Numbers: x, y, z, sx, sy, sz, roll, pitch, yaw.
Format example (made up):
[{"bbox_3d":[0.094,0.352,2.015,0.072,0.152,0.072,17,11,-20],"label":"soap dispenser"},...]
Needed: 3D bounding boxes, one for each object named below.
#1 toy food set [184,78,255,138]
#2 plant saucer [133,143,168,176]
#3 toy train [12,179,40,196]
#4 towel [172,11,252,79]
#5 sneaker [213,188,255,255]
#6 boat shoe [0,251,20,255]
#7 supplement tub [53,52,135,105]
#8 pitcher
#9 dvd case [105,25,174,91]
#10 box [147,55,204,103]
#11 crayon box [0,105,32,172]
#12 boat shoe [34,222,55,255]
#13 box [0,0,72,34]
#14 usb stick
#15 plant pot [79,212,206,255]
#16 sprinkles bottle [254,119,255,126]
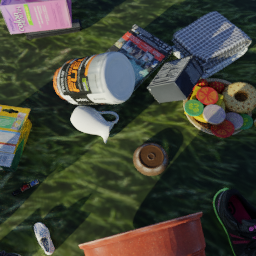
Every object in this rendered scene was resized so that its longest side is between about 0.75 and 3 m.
[{"bbox_3d":[3.169,-0.784,9.764,2.462,0.599,2.437,22,64,11],"label":"toy food set"},{"bbox_3d":[0.744,0.960,9.065,1.155,0.211,1.155,0,61,0],"label":"plant saucer"},{"bbox_3d":[-3.143,1.825,8.601,0.893,0.204,0.152,-28,66,-14],"label":"toy train"},{"bbox_3d":[3.161,-3.297,10.840,2.493,1.067,2.064,-31,66,-15],"label":"towel"},{"bbox_3d":[3.249,2.874,7.502,1.055,1.151,2.748,-25,65,-13],"label":"sneaker"},{"bbox_3d":[-3.426,3.569,7.588,1.170,0.364,0.437,10,61,4],"label":"boat shoe"},{"bbox_3d":[-1.134,-1.477,8.757,2.464,1.510,1.510,2,55,41],"label":"supplement tub"},{"bbox_3d":[-1.096,-0.293,9.443,1.390,0.843,1.193,28,53,2],"label":"pitcher"},{"bbox_3d":[0.151,-2.666,10.820,1.985,0.299,2.719,38,72,18],"label":"dvd case"},{"bbox_3d":[1.633,-1.658,9.733,0.849,1.378,1.366,48,64,-26],"label":"box"},{"bbox_3d":[-4.067,0.302,9.219,1.326,0.544,2.109,8,63,4],"label":"crayon box"},{"bbox_3d":[-2.368,3.068,7.863,0.345,0.338,0.975,-32,66,-16],"label":"boat shoe"},{"bbox_3d":[-3.632,-5.069,11.449,2.482,1.200,2.183,-8,51,-2],"label":"box"},{"bbox_3d":[-3.073,-4.127,11.670,2.328,0.380,0.645,-11,61,-5],"label":"usb stick"},{"bbox_3d":[0.672,3.719,6.247,3.008,3.008,2.925,-13,71,-7],"label":"plant pot"},{"bbox_3d":[5.078,-0.829,9.731,0.697,0.697,2.041,29,66,15],"label":"sprinkles bottle"}]
